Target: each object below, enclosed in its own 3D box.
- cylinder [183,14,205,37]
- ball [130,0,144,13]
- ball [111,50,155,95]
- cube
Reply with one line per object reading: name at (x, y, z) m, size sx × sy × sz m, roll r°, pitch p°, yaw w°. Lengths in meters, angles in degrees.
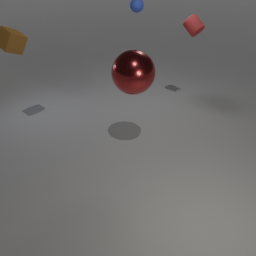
cylinder at (2.892, -4.498, 12.303) m, size 0.700 × 0.700 × 0.700 m, roll -31°, pitch 83°, yaw -41°
ball at (0.456, -6.310, 14.405) m, size 0.700 × 0.700 × 0.700 m, roll 0°, pitch 30°, yaw 0°
ball at (0.169, -1.758, 8.885) m, size 1.400 × 1.400 × 1.400 m, roll 0°, pitch 30°, yaw 0°
cube at (-4.132, -3.104, 9.951) m, size 0.700 × 0.700 × 0.700 m, roll 36°, pitch 22°, yaw 25°
